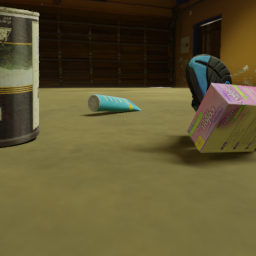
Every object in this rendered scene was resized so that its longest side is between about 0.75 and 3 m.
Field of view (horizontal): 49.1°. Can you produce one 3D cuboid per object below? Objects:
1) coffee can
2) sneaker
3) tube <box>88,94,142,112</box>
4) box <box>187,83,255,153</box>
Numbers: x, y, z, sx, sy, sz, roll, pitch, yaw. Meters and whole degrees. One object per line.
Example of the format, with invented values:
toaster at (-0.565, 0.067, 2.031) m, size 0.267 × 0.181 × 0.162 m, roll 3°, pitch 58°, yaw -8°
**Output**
coffee can at (-3.017, -1.205, 6.241) m, size 2.014 × 2.753 × 2.014 m, roll 5°, pitch 18°, yaw -2°
sneaker at (1.827, -0.621, 6.406) m, size 1.133 × 1.013 × 2.767 m, roll 20°, pitch -15°, yaw 44°
tube at (-0.536, -1.016, 11.982) m, size 1.039 × 0.676 × 2.684 m, roll 45°, pitch 27°, yaw 27°
box at (1.960, -0.156, 5.203) m, size 1.286 × 1.131 × 0.622 m, roll 0°, pitch 41°, yaw -22°
